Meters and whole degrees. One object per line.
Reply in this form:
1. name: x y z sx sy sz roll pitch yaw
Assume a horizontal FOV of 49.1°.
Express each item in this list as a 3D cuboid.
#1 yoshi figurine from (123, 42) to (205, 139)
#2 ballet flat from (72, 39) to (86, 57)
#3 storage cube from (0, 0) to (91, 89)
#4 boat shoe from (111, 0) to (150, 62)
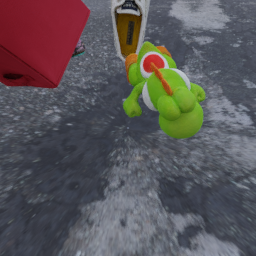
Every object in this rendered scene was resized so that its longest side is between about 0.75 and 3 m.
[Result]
1. yoshi figurine: 0.737 -0.679 5.704 1.498 1.503 2.675 19 25 -19
2. ballet flat: -1.566 -2.029 6.779 0.685 0.705 1.982 -24 19 -22
3. storage cube: -2.346 -2.179 5.614 1.923 2.022 2.250 8 72 36
4. boat shoe: 0.047 -3.051 6.807 1.060 2.990 1.044 3 33 -4
